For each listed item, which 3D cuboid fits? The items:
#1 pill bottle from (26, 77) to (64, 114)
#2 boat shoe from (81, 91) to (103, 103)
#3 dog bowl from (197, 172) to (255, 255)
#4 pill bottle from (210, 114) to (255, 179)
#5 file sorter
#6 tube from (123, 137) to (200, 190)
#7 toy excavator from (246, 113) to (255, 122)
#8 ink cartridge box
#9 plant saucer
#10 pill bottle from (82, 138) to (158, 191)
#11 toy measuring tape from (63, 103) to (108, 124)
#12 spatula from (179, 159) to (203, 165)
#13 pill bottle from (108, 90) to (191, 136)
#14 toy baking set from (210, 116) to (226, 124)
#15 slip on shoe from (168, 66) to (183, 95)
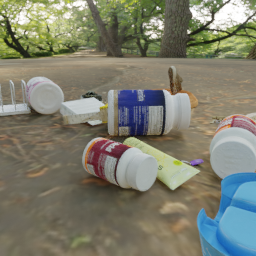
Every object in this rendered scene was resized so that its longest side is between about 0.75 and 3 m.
[{"bbox_3d":[-3.202,-1.288,10.490,1.156,1.156,2.040,-8,20,-24],"label":"pill bottle"},{"bbox_3d":[-1.538,-1.335,11.908,0.529,0.476,1.496,-13,22,-37],"label":"boat shoe"},{"bbox_3d":[1.618,1.216,3.506,1.178,0.524,2.114,11,20,31],"label":"dog bowl"},{"bbox_3d":[2.159,0.356,5.614,0.934,0.934,1.704,7,18,22],"label":"pill bottle"},{"bbox_3d":[-4.563,-1.099,10.070,1.794,1.117,1.245,-7,19,-25],"label":"file sorter"},{"bbox_3d":[0.536,0.648,5.536,0.459,0.513,1.767,31,-2,-39],"label":"tube"},{"bbox_3d":[4.304,-0.041,6.707,2.613,1.305,2.540,-4,14,18],"label":"toy excavator"},{"bbox_3d":[-1.227,-0.450,9.442,1.419,0.498,1.746,-16,42,-42],"label":"ink cartridge box"},{"bbox_3d":[1.617,-1.257,11.675,2.563,0.480,2.563,0,16,0],"label":"plant saucer"},{"bbox_3d":[-0.153,0.640,5.019,1.267,0.723,0.723,14,22,39],"label":"pill bottle"},{"bbox_3d":[-0.693,-0.506,8.730,2.549,0.938,0.938,-8,17,4],"label":"toy measuring tape"},{"bbox_3d":[1.174,0.718,5.885,0.786,0.081,0.222,-1,15,-1],"label":"spatula"},{"bbox_3d":[0.534,-0.422,7.638,2.156,1.247,1.247,-1,17,-3],"label":"pill bottle"},{"bbox_3d":[3.015,-0.255,9.027,0.852,0.099,0.654,0,17,0],"label":"toy baking set"},{"bbox_3d":[1.903,-1.894,10.983,0.469,1.548,0.589,-18,56,1],"label":"slip on shoe"}]
